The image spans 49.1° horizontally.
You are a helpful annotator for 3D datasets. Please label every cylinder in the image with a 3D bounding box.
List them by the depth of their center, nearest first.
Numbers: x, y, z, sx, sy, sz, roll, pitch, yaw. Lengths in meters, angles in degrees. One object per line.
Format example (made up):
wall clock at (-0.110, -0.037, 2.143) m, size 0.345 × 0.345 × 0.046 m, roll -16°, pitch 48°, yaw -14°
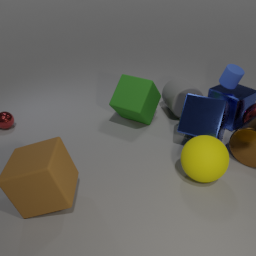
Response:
cylinder at (4.347, 0.388, 9.350) m, size 1.400 × 1.400 × 1.400 m, roll 26°, pitch 40°, yaw 36°
cylinder at (3.937, -1.955, 10.660) m, size 0.700 × 0.700 × 0.700 m, roll 10°, pitch 44°, yaw -10°
cylinder at (2.329, -1.299, 12.045) m, size 1.400 × 1.400 × 1.400 m, roll -6°, pitch 28°, yaw -10°

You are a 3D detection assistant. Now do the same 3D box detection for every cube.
cube at (-2.304, 1.309, 7.503) m, size 1.400 × 1.400 × 1.400 m, roll -15°, pitch 31°, yaw 8°
cube at (2.757, -0.339, 10.066) m, size 1.400 × 1.400 × 1.400 m, roll 15°, pitch 3°, yaw 25°
cube at (0.327, -1.131, 11.314) m, size 1.400 × 1.400 × 1.400 m, roll 17°, pitch 78°, yaw 26°
cube at (4.216, -0.949, 11.550) m, size 1.400 × 1.400 × 1.400 m, roll -22°, pitch 38°, yaw -32°

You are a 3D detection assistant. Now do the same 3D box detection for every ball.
ball at (2.288, 0.918, 8.383) m, size 1.400 × 1.400 × 1.400 m, roll 0°, pitch 31°, yaw 0°
ball at (5.025, -0.284, 10.462) m, size 1.400 × 1.400 × 1.400 m, roll 0°, pitch 31°, yaw 0°
ball at (-4.922, -0.312, 11.196) m, size 0.700 × 0.700 × 0.700 m, roll 0°, pitch 31°, yaw 0°
